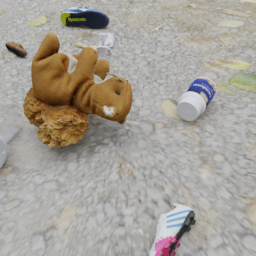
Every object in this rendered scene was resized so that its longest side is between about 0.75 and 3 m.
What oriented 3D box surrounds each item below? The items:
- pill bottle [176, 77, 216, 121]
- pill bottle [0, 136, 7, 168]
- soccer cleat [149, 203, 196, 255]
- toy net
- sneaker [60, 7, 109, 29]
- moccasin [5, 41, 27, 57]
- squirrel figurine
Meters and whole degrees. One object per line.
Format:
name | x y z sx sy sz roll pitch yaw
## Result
pill bottle | 2.106 -0.896 8.663 0.844 0.844 1.459 23 48 22
pill bottle | -4.331 0.300 7.028 2.379 1.321 1.321 24 48 24
soccer cleat | 0.794 2.146 5.737 0.647 0.523 1.499 18 42 39
toy net | -1.394 -2.262 9.412 2.583 1.355 0.499 -24 42 -4
sneaker | -2.001 -5.362 13.431 2.371 0.877 0.975 9 42 9
moccasin | -4.514 -3.266 11.510 0.506 0.480 1.312 -41 46 -25
squirrel figurine | -1.323 -0.706 7.623 2.654 2.012 2.844 31 86 11
